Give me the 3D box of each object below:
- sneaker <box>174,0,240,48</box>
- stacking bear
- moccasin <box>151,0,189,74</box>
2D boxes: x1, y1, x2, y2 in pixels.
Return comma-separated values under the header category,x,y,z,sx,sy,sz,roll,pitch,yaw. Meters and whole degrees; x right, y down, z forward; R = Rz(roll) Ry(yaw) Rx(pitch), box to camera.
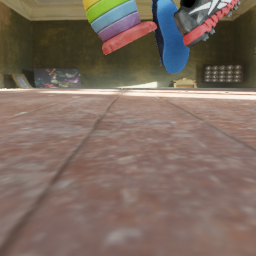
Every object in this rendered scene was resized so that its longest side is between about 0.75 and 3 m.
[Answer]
category,x,y,z,sx,sy,sz,roll,pitch,yaw
sneaker,1.651,-2.572,5.891,1.965,0.960,0.695,-46,12,-23
stacking bear,-0.578,-3.420,7.396,1.547,2.547,1.448,-30,16,-10
moccasin,1.259,-2.745,8.221,0.995,2.473,0.843,-20,49,-2
